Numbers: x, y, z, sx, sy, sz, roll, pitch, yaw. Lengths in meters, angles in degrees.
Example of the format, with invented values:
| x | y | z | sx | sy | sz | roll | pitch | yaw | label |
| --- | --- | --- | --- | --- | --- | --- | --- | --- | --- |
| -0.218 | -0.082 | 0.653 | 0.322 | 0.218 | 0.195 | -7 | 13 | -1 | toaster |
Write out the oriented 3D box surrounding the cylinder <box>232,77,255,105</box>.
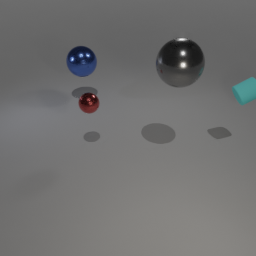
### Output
| x | y | z | sx | sy | sz | roll | pitch | yaw | label |
| --- | --- | --- | --- | --- | --- | --- | --- | --- | --- |
| 3.907 | -1.203 | 9.200 | 0.700 | 0.700 | 0.700 | -28 | 30 | 11 | cylinder |

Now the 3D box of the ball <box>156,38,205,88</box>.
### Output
| x | y | z | sx | sy | sz | roll | pitch | yaw | label |
| --- | --- | --- | --- | --- | --- | --- | --- | --- | --- |
| 1.501 | -1.869 | 8.089 | 1.400 | 1.400 | 1.400 | 0 | 32 | 0 | ball |

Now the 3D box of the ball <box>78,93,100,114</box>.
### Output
| x | y | z | sx | sy | sz | roll | pitch | yaw | label |
| --- | --- | --- | --- | --- | --- | --- | --- | --- | --- |
| -1.296 | -0.827 | 9.311 | 0.700 | 0.700 | 0.700 | 0 | 32 | 0 | ball |

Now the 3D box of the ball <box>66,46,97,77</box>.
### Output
| x | y | z | sx | sy | sz | roll | pitch | yaw | label |
| --- | --- | --- | --- | --- | --- | --- | --- | --- | --- |
| -2.129 | -3.057 | 12.888 | 1.400 | 1.400 | 1.400 | 0 | 32 | 0 | ball |
